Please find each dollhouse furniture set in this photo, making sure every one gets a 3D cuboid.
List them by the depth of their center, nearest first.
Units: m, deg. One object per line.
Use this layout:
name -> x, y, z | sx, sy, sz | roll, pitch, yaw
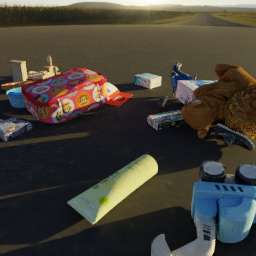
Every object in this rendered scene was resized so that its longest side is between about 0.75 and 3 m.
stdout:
dollhouse furniture set -> -4.805, -3.219, 15.194 | 1.380, 1.179, 2.663 | 11, 27, 22

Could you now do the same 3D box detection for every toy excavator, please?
toy excavator -> 1.547, 1.682, 5.107 | 2.111, 1.085, 2.171 | 3, 34, 9

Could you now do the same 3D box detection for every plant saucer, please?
plant saucer -> -4.835, -2.028, 13.233 | 2.108, 0.340, 2.108 | -7, 15, 2

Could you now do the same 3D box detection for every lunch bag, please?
lunch bag -> -2.498, -1.392, 10.962 | 2.964, 1.214, 2.611 | -27, 37, -29

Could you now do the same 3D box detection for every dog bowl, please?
dog bowl -> -3.966, -1.406, 12.048 | 2.302, 0.571, 1.283 | -16, 29, -31

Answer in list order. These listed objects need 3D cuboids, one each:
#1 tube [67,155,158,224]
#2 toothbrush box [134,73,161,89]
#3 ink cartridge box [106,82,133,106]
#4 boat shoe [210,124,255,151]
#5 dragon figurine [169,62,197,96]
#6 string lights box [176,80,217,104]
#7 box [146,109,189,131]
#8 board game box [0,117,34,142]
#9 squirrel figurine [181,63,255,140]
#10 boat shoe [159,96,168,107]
tube -> -0.215, 1.314, 6.341 | 2.215, 0.575, 0.643 | -28, -2, -37
toothbrush box -> 1.004, -2.433, 14.332 | 0.834, 0.486, 1.139 | -22, 34, -38
ink cartridge box -> -0.982, -1.598, 12.582 | 2.009, 0.573, 1.633 | 6, 26, 22
boat shoe -> 3.126, 0.363, 8.426 | 0.489, 0.519, 1.445 | -44, 39, -10
dragon figurine -> 2.346, -1.902, 12.645 | 1.293, 0.765, 2.601 | 9, 55, 15
string lights box -> 3.533, -1.382, 11.488 | 2.766, 0.815, 1.421 | -2, 26, -16
box -> 1.552, -0.317, 10.064 | 1.584, 0.275, 0.872 | -11, 27, -21
board game box -> -4.050, -0.065, 9.421 | 1.187, 0.366, 1.188 | 14, 29, 26
squirrel figurine -> 3.201, -0.733, 9.116 | 2.617, 1.985, 2.804 | -25, 29, -29
boat shoe -> 1.453, -1.162, 11.664 | 0.323, 0.358, 0.996 | 26, 26, 0
